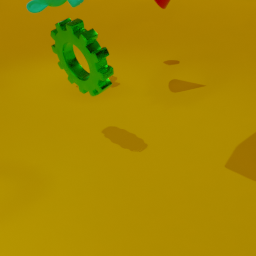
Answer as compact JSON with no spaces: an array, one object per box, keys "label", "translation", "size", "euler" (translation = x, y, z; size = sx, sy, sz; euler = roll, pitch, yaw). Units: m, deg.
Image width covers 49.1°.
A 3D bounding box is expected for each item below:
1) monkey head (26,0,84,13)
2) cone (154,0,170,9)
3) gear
[{"label":"monkey head","translation":[-1.816,-3.571,7.421],"size":[1.741,1.252,1.049],"euler":[-49,12,-28]},{"label":"cone","translation":[1.081,-3.664,6.623],"size":[1.157,1.153,1.153],"euler":[-23,19,31]},{"label":"gear","translation":[-0.805,-1.180,4.812],"size":[1.330,1.330,0.246],"euler":[26,53,37]}]
